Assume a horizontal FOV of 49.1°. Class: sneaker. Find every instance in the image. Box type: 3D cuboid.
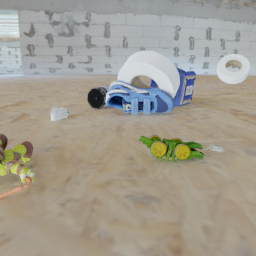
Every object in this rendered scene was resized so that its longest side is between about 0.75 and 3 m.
[{"bbox_3d":[-2.405,-0.517,9.939,0.517,0.490,1.284,9,15,-2],"label":"sneaker"},{"bbox_3d":[0.395,-0.985,10.769,2.734,1.011,1.124,12,42,16],"label":"sneaker"}]

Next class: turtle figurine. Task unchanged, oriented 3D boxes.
[{"bbox_3d":[-2.519,0.549,4.893,2.138,0.688,1.724,1,13,4],"label":"turtle figurine"}]

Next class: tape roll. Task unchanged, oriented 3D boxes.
[{"bbox_3d":[3.613,-2.036,9.638,1.048,1.048,0.366,3,-26,14],"label":"tape roll"},{"bbox_3d":[0.820,-1.821,11.146,2.405,2.405,0.841,7,48,27],"label":"tape roll"}]

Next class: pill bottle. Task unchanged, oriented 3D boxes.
[{"bbox_3d":[-1.044,-1.430,12.687,0.927,0.927,1.658,6,15,24],"label":"pill bottle"}]

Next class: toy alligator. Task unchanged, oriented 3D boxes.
[{"bbox_3d":[1.099,0.490,5.823,1.858,0.446,0.616,8,13,-6],"label":"toy alligator"}]

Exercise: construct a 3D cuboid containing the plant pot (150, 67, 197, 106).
[{"bbox_3d":[2.179,-1.974,13.300,1.633,1.816,1.816,18,21,32],"label":"plant pot"}]
